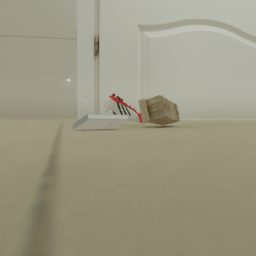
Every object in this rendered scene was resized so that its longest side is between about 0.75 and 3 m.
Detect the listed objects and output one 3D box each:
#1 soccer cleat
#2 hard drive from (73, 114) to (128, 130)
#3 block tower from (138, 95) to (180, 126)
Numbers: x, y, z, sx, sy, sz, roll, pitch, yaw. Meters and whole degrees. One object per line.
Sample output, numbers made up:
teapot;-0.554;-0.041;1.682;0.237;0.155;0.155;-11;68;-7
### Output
soccer cleat;-0.126;-0.583;11.654;2.131;0.908;0.731;33;5;-33
hard drive;-0.717;-0.155;7.389;1.238;0.163;0.816;-1;-18;-40
block tower;1.175;-0.548;9.622;0.766;0.715;2.649;-16;-7;22
